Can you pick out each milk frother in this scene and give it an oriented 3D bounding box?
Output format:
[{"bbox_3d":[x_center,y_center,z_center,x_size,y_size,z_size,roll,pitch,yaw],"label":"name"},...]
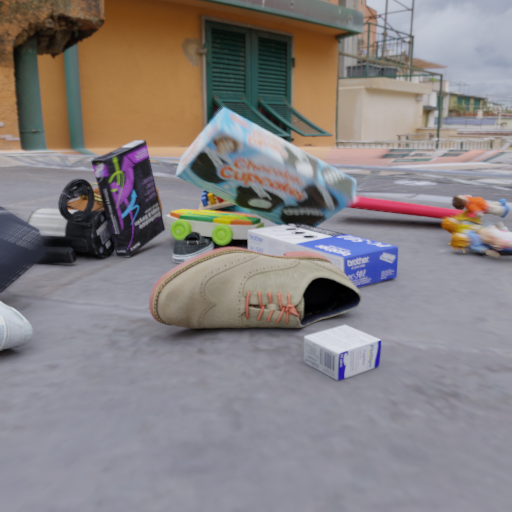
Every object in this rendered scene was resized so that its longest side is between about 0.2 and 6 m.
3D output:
[{"bbox_3d":[-3.612,-0.709,10.517,1.492,1.587,1.432,3,16,15],"label":"milk frother"}]

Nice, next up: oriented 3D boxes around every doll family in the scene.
[{"bbox_3d":[4.503,-0.420,11.215,1.356,0.984,2.184,5,31,-7],"label":"doll family"}]

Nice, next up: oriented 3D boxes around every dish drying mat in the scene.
[{"bbox_3d":[3.678,-1.171,14.048,3.354,0.305,1.288,10,10,17],"label":"dish drying mat"}]

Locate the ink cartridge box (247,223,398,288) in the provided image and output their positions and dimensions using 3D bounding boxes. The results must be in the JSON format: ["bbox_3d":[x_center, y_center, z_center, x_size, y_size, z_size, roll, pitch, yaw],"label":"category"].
[{"bbox_3d":[1.088,-0.061,9.942,1.251,0.588,2.661,-11,18,-33],"label":"ink cartridge box"}]

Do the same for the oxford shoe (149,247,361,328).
[{"bbox_3d":[0.084,0.464,7.112,2.815,0.992,1.053,-9,22,-28],"label":"oxford shoe"}]

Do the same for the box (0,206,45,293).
[{"bbox_3d":[-3.846,-0.079,7.834,1.112,0.636,1.221,30,54,13],"label":"box"}]

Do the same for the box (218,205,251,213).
[{"bbox_3d":[-0.415,-1.549,16.280,1.658,0.408,0.682,12,18,39],"label":"box"}]

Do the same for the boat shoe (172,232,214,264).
[{"bbox_3d":[-1.199,-0.231,10.925,0.528,0.436,1.539,3,14,13],"label":"boat shoe"}]

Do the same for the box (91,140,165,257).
[{"bbox_3d":[-2.427,-1.126,10.920,0.350,1.941,1.388,3,27,23],"label":"box"}]

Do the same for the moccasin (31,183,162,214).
[{"bbox_3d":[-3.545,-1.100,12.770,3.185,1.229,1.165,-11,18,-37],"label":"moccasin"}]

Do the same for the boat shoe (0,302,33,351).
[{"bbox_3d":[-3.260,0.810,6.753,1.682,0.587,0.599,12,-1,41],"label":"boat shoe"}]

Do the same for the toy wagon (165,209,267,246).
[{"bbox_3d":[-0.588,-0.614,11.984,2.560,0.507,1.987,7,11,13],"label":"toy wagon"}]

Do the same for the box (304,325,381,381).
[{"bbox_3d":[0.931,1.040,6.079,0.628,0.329,0.578,-10,17,-33],"label":"box"}]

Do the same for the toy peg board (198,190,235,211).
[{"bbox_3d":[-1.120,-1.844,15.985,1.093,0.537,1.098,-11,33,13],"label":"toy peg board"}]

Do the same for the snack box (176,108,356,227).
[{"bbox_3d":[0.212,-1.567,11.347,3.187,0.591,1.851,24,-33,-23],"label":"snack box"}]
